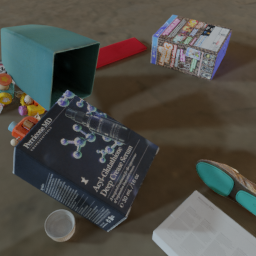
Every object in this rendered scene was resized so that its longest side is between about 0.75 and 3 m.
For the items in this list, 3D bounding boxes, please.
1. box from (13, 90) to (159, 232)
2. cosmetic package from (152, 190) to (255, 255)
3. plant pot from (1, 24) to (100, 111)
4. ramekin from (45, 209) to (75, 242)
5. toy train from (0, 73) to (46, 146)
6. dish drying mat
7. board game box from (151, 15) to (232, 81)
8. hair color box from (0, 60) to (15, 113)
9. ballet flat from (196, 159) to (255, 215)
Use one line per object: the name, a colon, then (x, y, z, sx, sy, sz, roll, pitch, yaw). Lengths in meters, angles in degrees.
box: (-1.042, 0.833, 7.216, 2.904, 1.555, 2.155, 31, 52, -1)
cosmetic package: (1.948, 2.802, 6.687, 1.671, 0.573, 2.216, -35, 56, -26)
plant pot: (-2.849, -2.351, 9.539, 2.917, 2.062, 2.061, 32, 38, 20)
ramekin: (-1.693, 2.495, 7.093, 0.754, 0.396, 0.754, 0, 48, 0)
toy train: (-3.833, -0.788, 9.273, 2.886, 0.803, 2.168, 34, 41, 0)
dish drying mat: (-0.597, -3.390, 12.596, 2.826, 0.257, 1.085, -25, 53, -23)
board game box: (2.660, -3.481, 11.927, 2.730, 1.322, 2.177, 22, 51, 19)
hair color box: (-5.167, -1.594, 10.598, 1.218, 0.746, 2.461, 2, 48, 1)
ballet flat: (3.024, 1.615, 7.763, 2.451, 0.834, 0.824, 38, 37, 23)
